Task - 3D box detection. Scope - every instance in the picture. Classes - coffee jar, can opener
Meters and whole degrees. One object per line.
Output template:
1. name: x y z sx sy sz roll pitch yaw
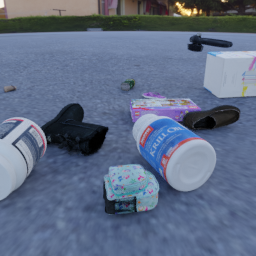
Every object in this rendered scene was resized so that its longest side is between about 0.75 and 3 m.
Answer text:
1. coffee jar: 0.018 -2.212 14.214 0.517 0.423 0.992 7 25 18
2. can opener: 2.397 -2.504 8.220 1.328 0.522 0.421 14 35 31

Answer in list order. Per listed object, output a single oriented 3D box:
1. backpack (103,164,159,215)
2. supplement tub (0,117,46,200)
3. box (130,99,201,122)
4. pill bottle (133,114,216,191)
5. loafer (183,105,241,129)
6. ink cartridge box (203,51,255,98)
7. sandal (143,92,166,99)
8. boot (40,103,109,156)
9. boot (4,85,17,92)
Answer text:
1. backpack: 0.076 1.260 5.865 1.130 0.851 1.003 1 24 -11
2. supplement tub: -2.825 0.656 6.522 1.327 1.327 1.891 2 23 5
3. box: 1.320 -0.691 10.548 2.433 0.476 1.665 -1 18 -2
4. pill bottle: 0.992 0.457 7.052 1.286 1.286 2.291 -10 25 -22
5. loafer: 2.909 -0.236 9.481 2.018 0.737 0.720 -11 30 -4
6. ink cartridge box: 5.426 -2.620 13.363 2.928 1.833 1.882 -4 24 -8
7. sandal: 1.225 -1.505 12.748 1.242 0.305 0.505 18 29 35
8. boot: -1.467 -0.016 8.709 1.832 0.827 2.236 9 32 24
9. boot: -5.796 -1.946 13.815 0.561 0.270 0.768 -6 24 -17
